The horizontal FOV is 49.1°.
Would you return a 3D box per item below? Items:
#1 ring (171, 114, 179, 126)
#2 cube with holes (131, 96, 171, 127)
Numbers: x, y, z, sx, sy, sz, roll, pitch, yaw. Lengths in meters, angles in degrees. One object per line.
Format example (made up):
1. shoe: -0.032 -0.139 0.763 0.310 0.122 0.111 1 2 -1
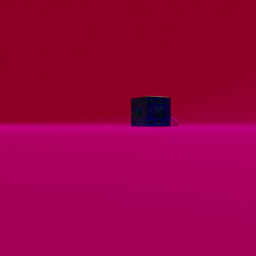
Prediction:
1. ring: 1.777 -0.467 12.607 1.171 0.234 1.171 35 -8 6
2. cube with holes: 0.942 -0.659 11.733 1.207 1.207 1.207 -1 1 -31
